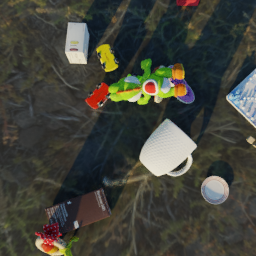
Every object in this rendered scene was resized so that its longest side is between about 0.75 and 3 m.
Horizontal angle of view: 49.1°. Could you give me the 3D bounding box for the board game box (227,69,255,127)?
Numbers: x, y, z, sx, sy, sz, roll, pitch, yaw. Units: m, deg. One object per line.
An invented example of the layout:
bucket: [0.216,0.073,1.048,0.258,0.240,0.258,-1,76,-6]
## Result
board game box: [5.980,-1.216,11.511,2.736,0.354,2.737,-42,82,-8]

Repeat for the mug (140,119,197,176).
mug: [1.572,0.992,10.607,2.080,1.536,1.824,42,93,-22]

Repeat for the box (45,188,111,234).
box: [-1.827,3.117,10.439,2.189,0.820,1.096,-20,79,-6]

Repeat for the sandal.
sandal: [2.121,-1.808,11.578,0.733,0.443,1.802,-30,80,-6]

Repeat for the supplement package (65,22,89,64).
supplement package: [-2.078,-3.498,11.609,0.731,1.027,1.319,3,78,0]

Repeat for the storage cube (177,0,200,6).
storage cube: [2.661,-6.013,12.136,1.094,0.983,0.935,0,79,1]

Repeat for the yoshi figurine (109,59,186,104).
yoshi figurine: [0.666,-1.609,10.414,2.752,1.541,1.547,-9,67,2]

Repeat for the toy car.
toy car: [-0.241,-1.907,11.502,2.564,0.608,2.724,11,83,0]

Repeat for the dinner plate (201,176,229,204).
dinner plate: [3.380,2.414,10.913,1.066,0.129,1.066,0,79,1]

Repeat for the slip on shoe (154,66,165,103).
slip on shoe: [1.252,-1.803,11.597,0.472,0.572,1.543,1,84,36]

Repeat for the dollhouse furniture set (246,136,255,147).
dollhouse furniture set: [5.777,0.400,10.607,1.798,0.878,1.534,32,96,-11]

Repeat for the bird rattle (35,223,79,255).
bird rattle: [-2.652,4.135,9.885,1.433,1.758,0.990,-29,38,29]
